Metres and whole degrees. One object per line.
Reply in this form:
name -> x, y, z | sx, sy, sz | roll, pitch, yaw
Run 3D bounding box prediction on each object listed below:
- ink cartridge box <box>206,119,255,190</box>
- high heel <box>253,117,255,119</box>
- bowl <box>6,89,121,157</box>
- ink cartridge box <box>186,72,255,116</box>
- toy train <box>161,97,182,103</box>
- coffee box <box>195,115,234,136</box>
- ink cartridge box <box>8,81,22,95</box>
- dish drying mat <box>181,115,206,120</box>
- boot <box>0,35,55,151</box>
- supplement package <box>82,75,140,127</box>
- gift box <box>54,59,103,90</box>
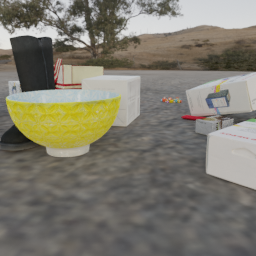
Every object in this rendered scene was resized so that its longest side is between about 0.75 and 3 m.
ink cartridge box -> 2.444, 0.414, 5.000 | 1.838, 0.772, 1.331 | -13, 19, -42
high heel -> 3.631, -0.293, 7.826 | 1.448, 0.725, 2.031 | 6, 23, -1
bowl -> -1.316, -0.105, 6.072 | 2.346, 1.262, 2.346 | 0, 13, 0
ink cartridge box -> 3.372, -1.119, 9.252 | 1.672, 1.007, 2.301 | -23, 14, -34
toy train -> 2.037, -1.345, 13.089 | 0.962, 0.268, 0.723 | 0, 14, 1
coffee box -> 2.397, -0.072, 7.742 | 0.974, 0.389, 0.550 | -10, 17, -35
ink cartridge box -> -5.020, -1.924, 14.161 | 1.452, 0.875, 1.999 | -9, 18, -35
dish drying mat -> 2.368, -0.310, 9.316 | 1.110, 0.101, 0.426 | 8, 15, 33
boot -> -2.410, -0.918, 6.713 | 0.829, 2.524, 2.081 | 3, 14, 12
supplement package -> -0.469, -0.955, 9.144 | 1.422, 1.412, 1.874 | 4, 14, 14
gift box -> -2.142, -1.705, 11.116 | 1.969, 1.946, 2.109 | -7, 9, -31
